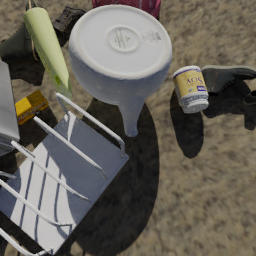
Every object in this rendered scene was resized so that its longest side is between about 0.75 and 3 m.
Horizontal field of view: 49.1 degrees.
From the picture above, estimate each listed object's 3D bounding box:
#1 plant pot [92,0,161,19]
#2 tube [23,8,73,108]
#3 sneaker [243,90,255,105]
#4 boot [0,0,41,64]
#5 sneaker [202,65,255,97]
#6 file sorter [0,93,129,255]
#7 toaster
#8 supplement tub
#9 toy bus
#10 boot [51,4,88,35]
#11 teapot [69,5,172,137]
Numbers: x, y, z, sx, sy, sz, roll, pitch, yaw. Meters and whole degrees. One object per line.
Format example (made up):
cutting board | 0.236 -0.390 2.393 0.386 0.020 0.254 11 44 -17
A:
plant pot | -0.039 -4.096 7.823 2.098 1.878 2.098 0 74 0
tube | -1.887 -1.741 6.939 0.638 0.713 2.459 -25 85 18
sneaker | 3.625 -0.904 7.588 0.886 0.471 0.331 -21 74 -6
boot | -3.151 -2.751 8.063 1.295 0.725 1.873 -10 73 2
sneaker | 2.782 -1.245 7.707 1.504 0.562 0.799 3 79 10
file sorter | -1.669 1.047 6.298 2.046 1.836 2.948 36 77 10
toaster | -4.038 -0.233 6.545 2.457 1.612 2.717 -19 73 11
supplement tub | 1.674 -1.009 7.459 0.781 0.781 1.075 -11 73 -3
toy bus | -2.752 -0.469 7.444 1.264 0.495 0.411 -36 77 -10
boot | -1.709 -3.144 8.353 1.081 0.374 0.941 27 77 17
teapot | -0.262 -1.595 7.000 2.586 1.914 2.620 29 64 5
